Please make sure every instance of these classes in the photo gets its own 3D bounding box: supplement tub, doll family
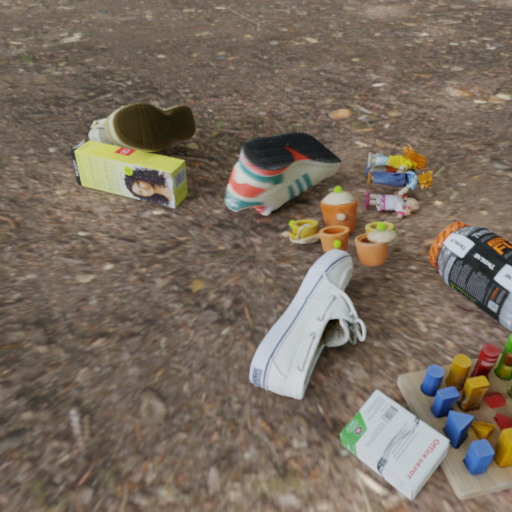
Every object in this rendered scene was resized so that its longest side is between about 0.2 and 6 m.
[{"bbox_3d":[4.054,0.293,9.671,1.219,1.219,1.990,-23,45,-25],"label":"supplement tub"},{"bbox_3d":[3.161,-1.786,12.378,1.360,0.987,2.191,6,40,7],"label":"doll family"}]

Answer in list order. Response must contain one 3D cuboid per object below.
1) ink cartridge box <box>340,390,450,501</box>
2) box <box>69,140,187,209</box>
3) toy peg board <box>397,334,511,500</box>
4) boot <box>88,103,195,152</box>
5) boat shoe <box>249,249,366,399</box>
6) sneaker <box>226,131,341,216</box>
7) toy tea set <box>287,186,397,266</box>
[{"bbox_3d":[1.834,2.494,7.431,1.157,0.480,0.848,33,65,34],"label":"ink cartridge box"},{"bbox_3d":[-2.840,-1.853,12.494,2.590,0.975,0.649,14,41,18],"label":"box"},{"bbox_3d":[3.306,2.033,7.762,1.941,0.954,1.950,-9,40,-11],"label":"toy peg board"},{"bbox_3d":[-3.027,-2.841,12.902,2.256,1.051,2.917,-3,15,26],"label":"boot"},{"bbox_3d":[1.154,1.058,8.836,1.266,1.097,2.970,20,45,23],"label":"boat shoe"},{"bbox_3d":[0.528,-1.705,12.046,1.147,1.523,3.258,45,35,19],"label":"sneaker"},{"bbox_3d":[1.756,-0.655,10.541,1.522,0.947,2.560,-20,25,-30],"label":"toy tea set"}]
